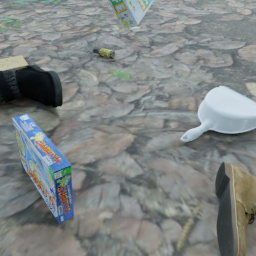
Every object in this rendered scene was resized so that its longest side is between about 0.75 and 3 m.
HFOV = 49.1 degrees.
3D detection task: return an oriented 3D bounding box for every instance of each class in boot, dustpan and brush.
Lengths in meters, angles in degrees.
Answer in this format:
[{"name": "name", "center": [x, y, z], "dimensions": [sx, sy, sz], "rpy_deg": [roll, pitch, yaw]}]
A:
[{"name": "boot", "center": [2.224, 1.588, 5.447], "dimensions": [0.885, 0.864, 2.347], "rpy_deg": [18, 37, 6]}, {"name": "dustpan and brush", "center": [2.551, -0.283, 8.136], "dimensions": [2.744, 0.785, 1.915], "rpy_deg": [-19, 43, -34]}, {"name": "boot", "center": [-3.526, -1.186, 8.830], "dimensions": [2.207, 1.111, 2.952], "rpy_deg": [-18, 29, -33]}]

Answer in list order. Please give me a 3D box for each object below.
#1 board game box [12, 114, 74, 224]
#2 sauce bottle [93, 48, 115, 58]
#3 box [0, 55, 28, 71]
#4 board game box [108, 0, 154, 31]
[{"name": "board game box", "center": [-1.814, 0.792, 5.944], "dimensions": [0.361, 1.417, 2.093], "rpy_deg": [-21, 40, -32]}, {"name": "sauce bottle", "center": [-1.090, -3.374, 12.543], "dimensions": [1.041, 0.337, 0.337], "rpy_deg": [17, 39, 24]}, {"name": "box", "center": [-5.027, -2.634, 11.679], "dimensions": [1.487, 0.158, 1.215], "rpy_deg": [-19, 40, -25]}, {"name": "board game box", "center": [0.083, -4.626, 8.708], "dimensions": [0.499, 1.961, 2.917], "rpy_deg": [-11, 38, 34]}]
